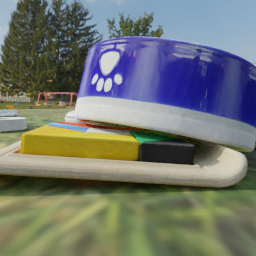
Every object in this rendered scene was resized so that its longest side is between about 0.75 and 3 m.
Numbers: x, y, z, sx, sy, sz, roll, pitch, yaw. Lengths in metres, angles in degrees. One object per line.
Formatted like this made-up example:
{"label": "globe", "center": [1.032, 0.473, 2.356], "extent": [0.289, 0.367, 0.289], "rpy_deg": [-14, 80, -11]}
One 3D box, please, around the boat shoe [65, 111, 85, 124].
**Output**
{"label": "boat shoe", "center": [-1.129, -0.690, 9.497], "extent": [2.536, 0.847, 0.933], "rpy_deg": [-6, 14, 28]}

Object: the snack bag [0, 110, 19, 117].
{"label": "snack bag", "center": [-4.385, -0.309, 8.987], "extent": [1.691, 0.181, 1.595], "rpy_deg": [-1, -10, -20]}

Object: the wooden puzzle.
{"label": "wooden puzzle", "center": [-0.260, 0.194, 3.309], "extent": [2.446, 0.455, 2.263], "rpy_deg": [0, 5, -5]}

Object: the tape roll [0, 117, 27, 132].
{"label": "tape roll", "center": [-3.724, -0.107, 7.711], "extent": [1.781, 0.325, 1.781], "rpy_deg": [-1, 5, 0]}

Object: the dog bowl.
{"label": "dog bowl", "center": [0.521, -0.346, 3.875], "extent": [2.391, 0.942, 2.391], "rpy_deg": [10, -3, 1]}

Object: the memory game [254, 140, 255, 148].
{"label": "memory game", "center": [2.943, 0.201, 5.011], "extent": [2.604, 0.166, 2.604], "rpy_deg": [0, 4, 0]}
